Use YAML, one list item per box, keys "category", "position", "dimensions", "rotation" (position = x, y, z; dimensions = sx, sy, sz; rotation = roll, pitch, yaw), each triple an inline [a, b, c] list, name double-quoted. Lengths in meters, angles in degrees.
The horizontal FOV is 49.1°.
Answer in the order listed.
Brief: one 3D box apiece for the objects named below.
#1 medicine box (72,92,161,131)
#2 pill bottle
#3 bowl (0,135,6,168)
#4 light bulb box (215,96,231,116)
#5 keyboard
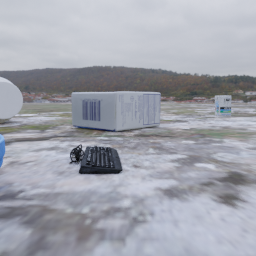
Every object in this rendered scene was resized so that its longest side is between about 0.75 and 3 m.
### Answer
- category: "medicine box"
  position: [-0.313, -0.530, 8.073]
  dimensions: [1.778, 1.004, 1.951]
  rotation: [5, 7, 41]
- category: "pill bottle"
  position: [-4.596, -0.939, 9.447]
  dimensions: [1.531, 1.531, 2.815]
  rotation: [-5, 8, -39]
- category: "bowl"
  position: [-2.277, 0.389, 1.937]
  dimensions: [2.645, 0.519, 2.645]
  rotation: [0, 6, 0]
- category: "light bulb box"
  position: [4.506, -1.065, 13.308]
  dimensions: [0.589, 0.943, 0.935]
  rotation: [-1, 6, 6]
- category: "keyboard"
  position: [-0.452, 0.327, 3.748]
  dimensions: [0.692, 0.263, 1.329]
  rotation: [-1, 5, -6]
